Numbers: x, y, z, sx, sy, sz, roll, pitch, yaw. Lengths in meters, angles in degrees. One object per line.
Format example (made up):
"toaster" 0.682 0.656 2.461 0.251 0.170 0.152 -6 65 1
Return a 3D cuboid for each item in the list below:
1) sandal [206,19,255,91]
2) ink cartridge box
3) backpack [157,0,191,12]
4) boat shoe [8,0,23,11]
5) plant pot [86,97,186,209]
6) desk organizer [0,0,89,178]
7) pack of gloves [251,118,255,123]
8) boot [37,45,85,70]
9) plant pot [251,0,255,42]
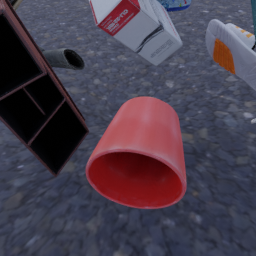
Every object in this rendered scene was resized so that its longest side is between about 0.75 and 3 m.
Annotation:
"sandal" 2.865 -1.707 6.727 0.725 0.969 2.529 -26 62 -19
"ink cartridge box" 0.175 -2.724 6.782 2.207 0.924 1.592 19 45 -45
"backpack" 1.250 -4.588 8.137 2.509 1.844 2.296 -11 52 -11
"boat shoe" -3.116 -2.955 6.513 2.837 1.024 0.922 -38 34 9
"plant pot" 0.210 0.321 4.399 1.495 1.495 1.323 7 48 9
"desk organizer" -1.605 -0.546 4.574 1.042 2.907 1.119 -31 44 -5
"pack of gloves" 3.920 -0.872 5.833 2.301 0.454 1.933 -18 8 46
"boot" -2.126 -1.966 7.467 1.450 0.579 1.595 21 1 -45
"plant pot" 3.255 -1.679 4.850 1.571 2.224 1.572 -2 4 -12
